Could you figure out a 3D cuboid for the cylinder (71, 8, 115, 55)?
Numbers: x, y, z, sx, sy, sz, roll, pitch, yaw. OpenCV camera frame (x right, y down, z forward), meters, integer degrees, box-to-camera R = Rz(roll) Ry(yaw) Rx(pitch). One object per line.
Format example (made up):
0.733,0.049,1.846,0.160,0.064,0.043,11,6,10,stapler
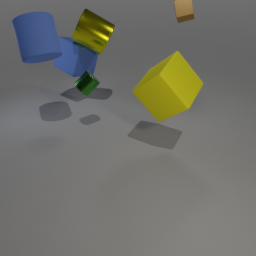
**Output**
-1.473,-4.057,11.858,1.400,1.400,1.400,25,25,-16,cylinder

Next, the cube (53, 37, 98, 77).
-2.404,-3.339,13.108,1.400,1.400,1.400,31,28,25,cube

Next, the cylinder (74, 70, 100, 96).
-1.530,-1.674,10.503,0.700,0.700,0.700,-45,32,10,cylinder

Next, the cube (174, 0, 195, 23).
2.317,-4.838,11.509,0.700,0.700,0.700,-8,1,17,cube

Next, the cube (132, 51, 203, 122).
1.287,-1.304,9.032,1.400,1.400,1.400,-25,22,50,cube

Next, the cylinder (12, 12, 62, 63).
-3.147,-3.110,9.764,1.400,1.400,1.400,-13,7,2,cylinder
